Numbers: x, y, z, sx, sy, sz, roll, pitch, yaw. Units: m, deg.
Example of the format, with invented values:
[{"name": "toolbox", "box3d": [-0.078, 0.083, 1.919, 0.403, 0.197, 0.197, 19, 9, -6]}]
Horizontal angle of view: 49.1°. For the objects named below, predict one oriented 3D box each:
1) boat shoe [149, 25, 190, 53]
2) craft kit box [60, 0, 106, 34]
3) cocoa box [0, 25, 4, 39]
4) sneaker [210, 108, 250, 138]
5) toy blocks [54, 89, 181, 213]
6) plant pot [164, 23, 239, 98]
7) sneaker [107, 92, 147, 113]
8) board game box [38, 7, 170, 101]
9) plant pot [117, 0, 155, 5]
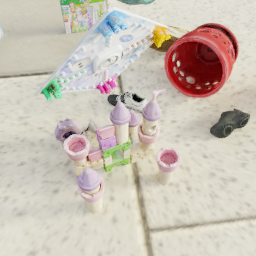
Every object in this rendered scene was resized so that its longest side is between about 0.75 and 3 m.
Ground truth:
[{"name": "boat shoe", "box3d": [1.673, -3.536, 10.974, 2.631, 0.970, 0.910, 21, 50, 6]}, {"name": "craft kit box", "box3d": [-1.819, -4.866, 11.483, 1.798, 1.820, 0.442, -15, 52, -11]}, {"name": "cocoa box", "box3d": [-5.558, -3.838, 11.430, 0.532, 0.541, 0.811, 10, 50, 8]}, {"name": "sneaker", "box3d": [2.943, -0.167, 8.381, 1.456, 0.553, 0.661, -21, 43, -25]}, {"name": "toy blocks", "box3d": [-0.391, 0.152, 6.856, 2.562, 2.308, 2.742, -19, 52, -15]}, {"name": "plant pot", "box3d": [2.471, -2.283, 9.192, 2.058, 2.058, 1.874, 24, 45, 19]}, {"name": "sneaker", "box3d": [-0.012, -0.952, 8.933, 1.390, 0.615, 0.515, 14, 52, 14]}, {"name": "board game box", "box3d": [-0.384, -1.352, 5.755, 0.289, 2.236, 2.236, 57, 31, 9]}, {"name": "plant pot", "box3d": [0.347, -4.743, 8.828, 1.984, 1.984, 1.330, -35, 66, -26]}]
